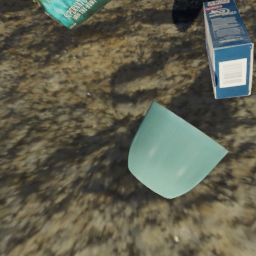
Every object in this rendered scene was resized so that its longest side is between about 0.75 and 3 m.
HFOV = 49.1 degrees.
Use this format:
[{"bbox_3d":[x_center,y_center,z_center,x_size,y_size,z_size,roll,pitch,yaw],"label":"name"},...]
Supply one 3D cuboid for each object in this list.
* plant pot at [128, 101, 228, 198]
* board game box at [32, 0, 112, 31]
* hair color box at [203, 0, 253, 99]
[{"bbox_3d":[0.557,0.349,3.725,1.164,1.164,0.934,36,96,24],"label":"plant pot"},{"bbox_3d":[-1.436,-3.061,5.711,1.962,2.901,0.409,33,78,-26],"label":"board game box"},{"bbox_3d":[2.010,-1.731,5.807,0.676,1.117,2.234,-6,42,14],"label":"hair color box"}]
